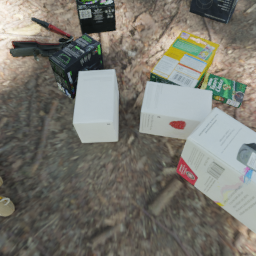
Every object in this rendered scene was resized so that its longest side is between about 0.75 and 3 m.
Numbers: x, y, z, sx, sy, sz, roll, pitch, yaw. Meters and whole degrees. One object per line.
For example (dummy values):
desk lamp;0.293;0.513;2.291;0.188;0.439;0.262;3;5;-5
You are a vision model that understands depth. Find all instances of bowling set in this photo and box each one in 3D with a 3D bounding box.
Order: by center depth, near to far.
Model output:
bowling set;-4.166;1.264;7.256;2.577;1.383;1.793;0;59;-1

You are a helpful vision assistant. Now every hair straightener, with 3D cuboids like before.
hair straightener;-3.151;-2.734;10.323;2.419;0.495;0.931;3;59;-3

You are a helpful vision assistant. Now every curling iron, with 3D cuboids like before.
curling iron;-3.038;-3.864;11.029;2.415;0.309;0.599;38;66;21

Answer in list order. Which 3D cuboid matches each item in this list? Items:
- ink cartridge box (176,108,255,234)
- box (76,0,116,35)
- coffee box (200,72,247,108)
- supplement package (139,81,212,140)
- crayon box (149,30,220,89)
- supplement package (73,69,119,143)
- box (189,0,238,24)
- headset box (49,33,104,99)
ink cartridge box;2.781;1.174;6.865;2.914;2.151;1.248;36;66;19
box;-1.316;-4.893;11.121;1.452;1.215;1.955;-8;59;-5
coffee box;3.189;-1.295;9.450;1.425;0.313;0.876;22;61;13
supplement package;1.407;-0.475;8.439;1.958;1.187;1.172;9;59;5
crayon box;2.011;-2.242;9.846;1.539;0.631;2.449;28;63;16
supplement package;-0.909;-0.663;8.504;1.150;1.164;1.920;-3;58;4
box;3.522;-5.347;11.122;1.716;1.687;1.064;25;62;15
headset box;-1.579;-2.045;9.246;0.777;1.459;1.676;37;64;21
